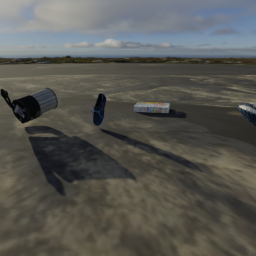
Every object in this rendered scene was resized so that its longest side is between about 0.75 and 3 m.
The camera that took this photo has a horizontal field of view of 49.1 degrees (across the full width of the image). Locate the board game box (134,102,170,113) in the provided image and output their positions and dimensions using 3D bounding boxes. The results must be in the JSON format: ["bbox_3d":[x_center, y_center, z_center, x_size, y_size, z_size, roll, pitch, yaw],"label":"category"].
[{"bbox_3d":[0.910,-0.775,10.462,1.256,0.215,0.844,3,17,10],"label":"board game box"}]

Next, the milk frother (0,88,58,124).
[{"bbox_3d":[-2.955,-0.843,8.291,1.086,1.203,1.132,-24,8,43],"label":"milk frother"}]

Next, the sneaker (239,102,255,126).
[{"bbox_3d":[4.034,-0.402,7.571,2.019,0.860,0.778,26,-14,43],"label":"sneaker"}]

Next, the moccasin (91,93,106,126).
[{"bbox_3d":[-0.896,-0.562,8.255,0.395,0.983,0.335,-1,-20,17],"label":"moccasin"}]
